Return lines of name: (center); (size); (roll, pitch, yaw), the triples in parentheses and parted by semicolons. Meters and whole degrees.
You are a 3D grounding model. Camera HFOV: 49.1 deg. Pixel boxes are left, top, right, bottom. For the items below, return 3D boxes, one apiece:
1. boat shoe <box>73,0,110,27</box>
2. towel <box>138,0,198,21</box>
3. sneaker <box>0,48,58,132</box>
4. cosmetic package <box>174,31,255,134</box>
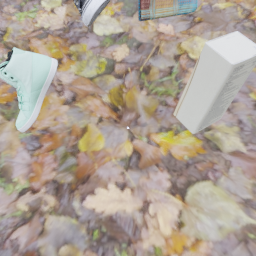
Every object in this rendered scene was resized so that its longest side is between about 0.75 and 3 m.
boat shoe: (-0.911, -2.946, 6.488); (0.760, 2.295, 0.803); (38, 108, -18)
towel: (0.908, -3.027, 5.884); (1.797, 1.318, 0.195); (-25, 37, -34)
sneaker: (-2.313, -0.803, 5.891); (1.067, 1.809, 0.666); (17, 21, -31)
cosmetic package: (1.776, -0.862, 5.777); (1.015, 1.961, 0.717); (-25, 60, -30)
